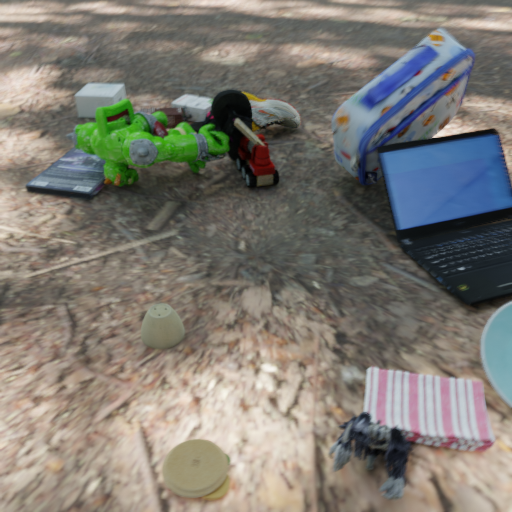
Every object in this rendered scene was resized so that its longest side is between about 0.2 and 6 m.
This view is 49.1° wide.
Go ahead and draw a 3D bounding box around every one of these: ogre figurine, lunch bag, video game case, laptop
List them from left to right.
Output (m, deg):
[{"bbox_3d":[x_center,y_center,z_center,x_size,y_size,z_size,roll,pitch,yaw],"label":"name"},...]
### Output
[{"bbox_3d":[-4.116,-1.991,13.196,1.576,0.209,2.206,8,34,11],"label":"video game case"},{"bbox_3d":[-2.686,-2.647,12.791,3.708,1.819,2.223,37,36,26],"label":"ogre figurine"},{"bbox_3d":[3.039,-3.044,11.906,3.289,2.635,1.243,-41,71,-5],"label":"lunch bag"},{"bbox_3d":[4.181,-0.883,10.275,2.866,1.670,3.233,-12,34,-16],"label":"laptop"}]

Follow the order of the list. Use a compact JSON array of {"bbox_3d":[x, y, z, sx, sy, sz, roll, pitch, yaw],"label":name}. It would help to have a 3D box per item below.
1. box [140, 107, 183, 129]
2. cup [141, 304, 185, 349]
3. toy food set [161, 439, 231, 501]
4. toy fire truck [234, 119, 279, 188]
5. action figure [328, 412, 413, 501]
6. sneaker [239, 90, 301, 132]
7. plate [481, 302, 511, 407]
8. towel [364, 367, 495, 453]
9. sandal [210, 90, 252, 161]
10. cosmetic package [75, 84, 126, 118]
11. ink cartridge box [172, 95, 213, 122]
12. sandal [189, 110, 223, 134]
[{"bbox_3d":[-2.644,-3.849,15.694,1.199,0.449,0.600,-3,34,-8],"label":"box"},{"bbox_3d":[-1.450,1.019,8.564,0.678,0.485,0.678,0,35,0],"label":"cup"},{"bbox_3d":[-0.706,2.512,6.643,0.817,0.199,0.808,-2,35,-3],"label":"toy food set"},{"bbox_3d":[-0.089,-2.460,12.705,0.975,1.515,1.333,-8,36,-13],"label":"toy fire truck"},{"bbox_3d":[1.304,2.232,6.358,0.937,1.576,0.804,18,74,17],"label":"action figure"},{"bbox_3d":[0.126,-3.693,15.055,2.272,0.933,0.884,6,-12,-19],"label":"sneaker"},{"bbox_3d":[4.195,1.485,7.695,2.151,0.275,2.151,-3,52,4],"label":"plate"},{"bbox_3d":[2.230,1.957,7.376,1.582,0.237,1.158,6,32,9],"label":"towel"},{"bbox_3d":[-0.391,-2.887,12.828,0.891,2.371,0.567,-25,63,-2],"label":"sandal"},{"bbox_3d":[-4.559,-4.569,16.505,1.142,0.702,1.139,2,34,5],"label":"cosmetic package"},{"bbox_3d":[-1.756,-4.253,16.232,1.129,0.476,0.825,15,37,21],"label":"ink cartridge box"},{"bbox_3d":[-0.831,-3.838,15.573,2.395,0.540,0.899,-19,39,-25],"label":"sandal"}]
